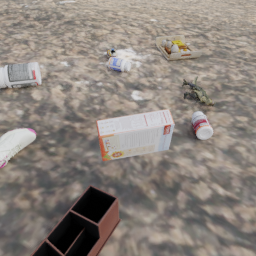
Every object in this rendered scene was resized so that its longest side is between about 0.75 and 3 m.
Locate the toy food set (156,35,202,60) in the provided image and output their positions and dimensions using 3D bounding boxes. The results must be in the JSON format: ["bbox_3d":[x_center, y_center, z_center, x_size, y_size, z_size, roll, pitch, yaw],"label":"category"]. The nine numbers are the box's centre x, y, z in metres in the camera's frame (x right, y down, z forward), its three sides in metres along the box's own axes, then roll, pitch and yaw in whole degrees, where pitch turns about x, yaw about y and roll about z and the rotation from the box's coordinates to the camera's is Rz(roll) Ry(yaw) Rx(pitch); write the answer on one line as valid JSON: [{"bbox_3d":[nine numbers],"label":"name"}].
[{"bbox_3d":[3.047,-5.042,17.160,1.972,0.830,2.748,-9,40,-10],"label":"toy food set"}]

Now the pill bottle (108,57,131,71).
[{"bbox_3d":[-0.457,-3.476,15.416,1.158,0.649,0.649,16,42,17],"label":"pill bottle"}]

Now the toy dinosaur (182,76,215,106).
[{"bbox_3d":[3.214,-1.786,13.395,1.217,0.655,2.761,7,37,-15],"label":"toy dinosaur"}]

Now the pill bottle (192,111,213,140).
[{"bbox_3d":[2.965,-0.131,11.338,0.660,0.660,1.169,-2,39,-2],"label":"pill bottle"}]

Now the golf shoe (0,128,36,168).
[{"bbox_3d":[-4.427,0.897,10.015,2.549,0.960,1.167,-27,55,-19],"label":"golf shoe"}]

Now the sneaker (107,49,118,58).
[{"bbox_3d":[-0.914,-4.455,16.586,0.549,0.660,1.464,-13,41,-15],"label":"sneaker"}]

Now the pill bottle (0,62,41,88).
[{"bbox_3d":[-5.452,-2.607,13.955,2.014,1.147,1.147,-8,40,-10],"label":"pill bottle"}]

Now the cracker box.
[{"bbox_3d":[0.184,0.215,7.574,1.950,1.306,0.563,-9,56,-7],"label":"cracker box"}]

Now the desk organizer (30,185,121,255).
[{"bbox_3d":[-1.362,2.966,7.197,1.054,1.131,2.938,19,43,22],"label":"desk organizer"}]
